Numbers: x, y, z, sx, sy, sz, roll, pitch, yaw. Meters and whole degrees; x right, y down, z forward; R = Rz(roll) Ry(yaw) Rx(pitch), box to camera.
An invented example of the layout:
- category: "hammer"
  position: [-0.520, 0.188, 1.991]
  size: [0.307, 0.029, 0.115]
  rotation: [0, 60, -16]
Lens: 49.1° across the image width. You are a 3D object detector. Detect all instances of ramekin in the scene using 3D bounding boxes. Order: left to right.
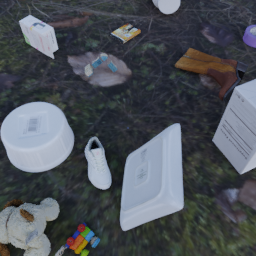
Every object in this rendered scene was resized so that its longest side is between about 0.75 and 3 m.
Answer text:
- category: "ramekin"
  position: [-2.669, 0.181, 8.240]
  size: [2.027, 0.988, 2.027]
  rotation: [0, 53, 0]

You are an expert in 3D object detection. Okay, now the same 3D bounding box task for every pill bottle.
- category: "pill bottle"
  position: [1.727, -6.480, 13.040]
  size: [1.382, 1.382, 2.652]
  rotation: [-3, 53, -2]

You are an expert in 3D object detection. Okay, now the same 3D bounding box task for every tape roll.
- category: "tape roll"
  position: [5.347, -3.814, 11.626]
  size: [0.999, 0.424, 0.999]
  rotation: [0, 54, 0]

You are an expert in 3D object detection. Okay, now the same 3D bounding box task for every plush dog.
- category: "plush dog"
  position: [-2.585, 2.311, 6.640]
  size: [1.370, 1.280, 1.595]
  rotation: [-12, 50, 20]

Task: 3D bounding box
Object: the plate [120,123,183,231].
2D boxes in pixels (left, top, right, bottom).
- category: "plate"
  position: [0.454, 1.167, 6.856]
  size: [0.358, 2.207, 2.212]
  rotation: [25, 49, -23]

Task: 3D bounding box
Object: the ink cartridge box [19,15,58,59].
- category: "ink cartridge box"
  position: [-3.397, -3.591, 11.068]
  size: [1.763, 1.032, 0.593]
  rotation: [34, 60, 23]

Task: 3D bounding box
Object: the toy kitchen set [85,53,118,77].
- category: "toy kitchen set"
  position: [-0.989, -2.154, 10.378]
  size: [0.964, 0.772, 0.568]
  rotation: [-35, 34, 16]

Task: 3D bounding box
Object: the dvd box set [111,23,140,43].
- category: "dvd box set"
  position: [-0.101, -4.068, 11.984]
  size: [0.779, 0.157, 1.065]
  rotation: [37, 61, 26]

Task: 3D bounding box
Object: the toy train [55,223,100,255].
- category: "toy train"
  position: [-1.200, 2.852, 6.599]
  size: [0.624, 0.456, 1.078]
  rotation: [37, 60, 9]

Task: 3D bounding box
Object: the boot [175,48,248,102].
- category: "boot"
  position: [2.837, -2.022, 10.030]
  size: [2.390, 0.818, 2.250]
  rotation: [24, 57, 18]

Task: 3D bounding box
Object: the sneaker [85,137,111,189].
- category: "sneaker"
  position: [-0.862, 0.928, 7.766]
  size: [0.612, 0.781, 1.571]
  rotation: [-14, 58, -18]

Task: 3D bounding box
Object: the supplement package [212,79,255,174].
- category: "supplement package"
  position: [3.504, -0.062, 7.584]
  size: [1.399, 2.308, 1.382]
  rotation: [-22, 56, -16]
